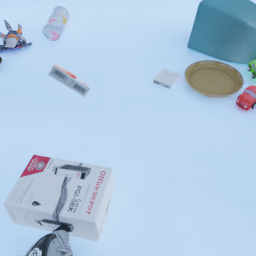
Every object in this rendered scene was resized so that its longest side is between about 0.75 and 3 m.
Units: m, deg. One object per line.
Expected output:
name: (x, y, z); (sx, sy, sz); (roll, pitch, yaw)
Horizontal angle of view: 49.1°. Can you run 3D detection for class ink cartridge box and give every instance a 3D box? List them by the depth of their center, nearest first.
ink cartridge box: (-0.965, -0.882, 4.804); (0.687, 0.212, 0.846); (32, 18, -18)
ink cartridge box: (-1.478, 1.556, 6.509); (2.068, 0.857, 1.518); (8, 43, 8)
ink cartridge box: (1.387, -1.781, 10.085); (0.686, 0.203, 0.858); (23, 47, 20)

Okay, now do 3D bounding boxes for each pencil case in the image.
pencil case: (-3.122, -4.568, 12.201); (0.857, 0.785, 1.889); (-13, 45, 18)

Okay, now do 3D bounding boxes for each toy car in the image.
toy car: (4.666, -1.663, 9.459); (2.453, 0.547, 2.308); (-6, 49, 2)

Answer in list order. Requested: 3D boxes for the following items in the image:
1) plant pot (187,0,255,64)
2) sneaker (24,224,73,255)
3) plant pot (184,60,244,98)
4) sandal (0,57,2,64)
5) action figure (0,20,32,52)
plant pot: (4.120, -3.749, 10.798); (2.726, 1.925, 1.927); (32, 55, 19)
sneaker: (-0.892, 2.621, 5.313); (2.817, 1.057, 1.627); (-5, 60, -4)
plant pot: (3.021, -1.721, 9.957); (2.051, 0.282, 2.051); (-1, 47, 1)
sandal: (-5.133, -2.535, 10.690); (0.517, 0.345, 1.265); (-33, 41, -30)
action figure: (-4.912, -3.646, 11.320); (1.758, 0.920, 1.701); (-19, 42, -16)
